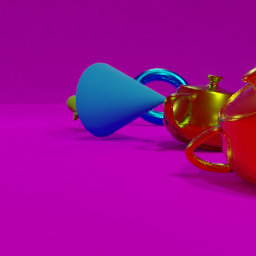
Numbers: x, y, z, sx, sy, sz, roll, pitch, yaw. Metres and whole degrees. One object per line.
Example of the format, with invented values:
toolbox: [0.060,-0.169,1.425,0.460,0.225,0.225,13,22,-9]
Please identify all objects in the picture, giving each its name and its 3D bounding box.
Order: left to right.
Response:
cow figurine: [-1.086,-0.454,6.285,0.919,0.505,0.905,30,9,23]
cone: [0.074,-0.451,4.533,1.297,1.292,1.292,3,6,37]
ring: [0.945,-0.925,8.034,1.910,1.910,0.382,0,-29,-5]
teapot: [1.186,-0.263,3.999,1.972,0.965,1.226,-3,17,-41]
teapot: [1.187,-0.122,2.086,1.672,0.818,1.039,-33,10,21]
